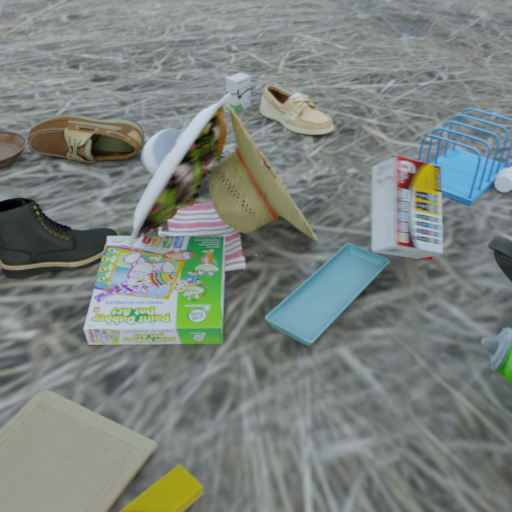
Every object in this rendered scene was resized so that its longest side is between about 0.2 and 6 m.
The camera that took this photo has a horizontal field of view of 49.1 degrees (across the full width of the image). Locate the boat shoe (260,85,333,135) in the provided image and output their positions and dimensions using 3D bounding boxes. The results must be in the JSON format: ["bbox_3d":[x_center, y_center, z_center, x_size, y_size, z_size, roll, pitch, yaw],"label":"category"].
[{"bbox_3d":[0.909,-3.482,13.241,2.181,0.755,0.804,30,47,34],"label":"boat shoe"}]

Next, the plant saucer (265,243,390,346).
[{"bbox_3d":[1.119,0.537,8.409,0.804,0.218,2.300,25,45,29],"label":"plant saucer"}]

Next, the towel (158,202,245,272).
[{"bbox_3d":[-0.970,-0.373,9.532,1.418,0.290,1.937,-5,38,-5],"label":"towel"}]

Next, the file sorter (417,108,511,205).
[{"bbox_3d":[4.122,-2.029,11.036,1.268,1.121,1.827,27,45,32],"label":"file sorter"}]

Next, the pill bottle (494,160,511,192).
[{"bbox_3d":[4.985,-1.555,10.956,0.454,0.454,0.818,27,45,31],"label":"pill bottle"}]

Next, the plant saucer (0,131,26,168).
[{"bbox_3d":[-5.706,-2.208,11.956,1.581,0.289,1.581,1,37,0],"label":"plant saucer"}]

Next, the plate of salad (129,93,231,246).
[{"bbox_3d":[-0.978,-1.150,8.004,0.615,2.561,2.561,34,39,-7],"label":"plate of salad"}]

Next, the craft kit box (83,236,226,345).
[{"bbox_3d":[-1.393,0.454,8.176,1.858,0.451,1.835,-1,48,-1],"label":"craft kit box"}]

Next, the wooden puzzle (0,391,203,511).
[{"bbox_3d":[-2.199,2.361,5.937,2.910,0.340,1.963,22,38,26],"label":"wooden puzzle"}]

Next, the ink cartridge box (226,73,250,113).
[{"bbox_3d":[-0.446,-4.065,13.963,0.338,0.813,0.596,26,44,30],"label":"ink cartridge box"}]

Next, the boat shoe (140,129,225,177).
[{"bbox_3d":[-1.547,-1.955,10.754,0.933,0.984,2.815,-16,17,25],"label":"boat shoe"}]

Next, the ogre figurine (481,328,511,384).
[{"bbox_3d":[3.766,1.523,5.904,3.294,1.616,1.975,-8,31,-20],"label":"ogre figurine"}]

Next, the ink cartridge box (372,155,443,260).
[{"bbox_3d":[2.493,-0.719,8.821,1.252,1.426,0.598,7,-12,-26],"label":"ink cartridge box"}]

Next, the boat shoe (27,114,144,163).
[{"bbox_3d":[-3.568,-2.412,11.750,2.369,0.896,0.875,-5,40,-5],"label":"boat shoe"}]

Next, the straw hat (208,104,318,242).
[{"bbox_3d":[-0.173,-1.063,9.213,1.135,2.683,2.683,-33,40,6],"label":"straw hat"}]

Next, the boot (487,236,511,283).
[{"bbox_3d":[4.644,0.650,7.346,0.951,2.746,2.391,-53,20,-4],"label":"boot"}]

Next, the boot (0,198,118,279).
[{"bbox_3d":[-3.133,-0.428,8.776,1.865,1.290,0.722,-18,41,-23],"label":"boot"}]
